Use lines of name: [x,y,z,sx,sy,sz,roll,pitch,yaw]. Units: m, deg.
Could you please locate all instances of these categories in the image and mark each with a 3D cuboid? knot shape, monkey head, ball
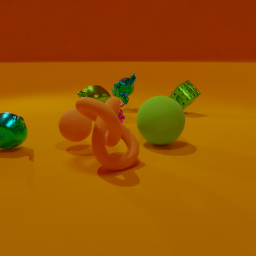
knot shape: [-0.358,0.101,5.869,0.786,1.592,1.701,-25,-13,11]
monkey head: [-0.084,-1.530,11.747,0.921,1.528,1.099,-21,65,-33]
ball: [0.836,-0.194,7.195,1.252,1.252,1.252,0,15,0]
ball: [-1.297,-0.066,6.945,0.823,0.823,0.823,0,15,0]

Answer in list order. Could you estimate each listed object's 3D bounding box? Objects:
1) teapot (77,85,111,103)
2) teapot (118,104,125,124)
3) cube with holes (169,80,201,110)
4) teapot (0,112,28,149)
teapot: [-1.276,-1.139,10.697,1.253,0.987,2.016,-32,-13,22]
teapot: [-0.352,-0.354,8.666,0.542,0.688,1.106,0,54,15]
cube with holes: [2.207,-1.260,10.969,0.756,0.756,0.756,-31,76,-39]
teapot: [-2.892,0.084,6.712,1.462,0.909,0.716,-35,16,23]
